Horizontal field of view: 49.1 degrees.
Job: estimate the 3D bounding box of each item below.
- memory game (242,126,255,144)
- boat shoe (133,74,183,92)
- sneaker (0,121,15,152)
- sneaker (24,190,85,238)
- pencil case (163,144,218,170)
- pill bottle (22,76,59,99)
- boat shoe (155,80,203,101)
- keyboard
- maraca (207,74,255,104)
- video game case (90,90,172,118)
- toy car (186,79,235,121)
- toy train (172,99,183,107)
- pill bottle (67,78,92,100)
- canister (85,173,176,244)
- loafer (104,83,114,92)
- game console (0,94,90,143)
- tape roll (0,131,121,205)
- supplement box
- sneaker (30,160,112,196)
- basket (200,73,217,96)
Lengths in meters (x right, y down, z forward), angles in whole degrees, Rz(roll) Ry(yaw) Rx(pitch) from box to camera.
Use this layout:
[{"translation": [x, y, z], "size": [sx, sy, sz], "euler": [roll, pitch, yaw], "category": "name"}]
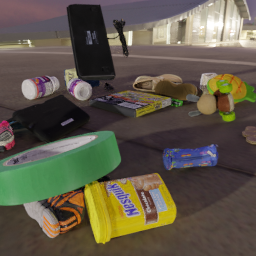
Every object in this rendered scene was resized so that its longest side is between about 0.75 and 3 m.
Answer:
[{"translation": [5.245, 0.357, 9.643], "size": [2.509, 0.160, 2.509], "euler": [0, 22, 0], "category": "memory game"}, {"translation": [1.678, -2.454, 16.030], "size": [2.809, 1.001, 0.906], "euler": [1, 28, 23], "category": "boat shoe"}, {"translation": [-4.881, 0.247, 8.900], "size": [2.395, 0.894, 0.966], "euler": [-4, 21, -10], "category": "sneaker"}, {"translation": [-1.562, 1.554, 5.982], "size": [0.994, 0.689, 1.775], "euler": [-13, 35, -40], "category": "sneaker"}, {"translation": [1.758, 0.810, 7.786], "size": [1.542, 0.602, 0.670], "euler": [-4, -8, -8], "category": "pencil case"}, {"translation": [-4.682, -2.257, 15.235], "size": [1.055, 1.055, 1.893], "euler": [12, 24, 29], "category": "pill bottle"}, {"translation": [2.541, -1.835, 14.390], "size": [0.940, 1.062, 2.900], "euler": [9, 9, -36], "category": "boat shoe"}, {"translation": [-0.713, -2.303, 7.364], "size": [1.579, 0.256, 2.485], "euler": [-5, 66, -16], "category": "keyboard"}, {"translation": [5.152, -1.890, 13.848], "size": [2.598, 1.390, 1.781], "euler": [5, 50, -9], "category": "maraca"}, {"translation": [0.139, -1.251, 13.483], "size": [2.980, 0.380, 2.693], "euler": [17, 27, 40], "category": "video game case"}, {"translation": [3.418, -1.059, 11.783], "size": [1.827, 1.500, 1.441], "euler": [-9, 19, 10], "category": "toy car"}, {"translation": [1.976, -1.375, 13.958], "size": [0.475, 0.351, 1.685], "euler": [-6, 19, -44], "category": "toy train"}, {"translation": [-2.642, -2.102, 14.951], "size": [0.957, 0.957, 1.703], "euler": [-11, 23, -27], "category": "pill bottle"}, {"translation": [0.032, 1.519, 5.597], "size": [1.567, 0.678, 1.164], "euler": [-6, 42, -21], "category": "canister"}, {"translation": [-1.145, -2.420, 16.607], "size": [0.421, 0.369, 1.171], "euler": [-10, 23, -24], "category": "loafer"}, {"translation": [-3.306, -0.163, 10.860], "size": [2.450, 1.621, 2.786], "euler": [37, 30, 8], "category": "game console"}, {"translation": [-1.645, 0.795, 6.444], "size": [2.927, 0.704, 2.927], "euler": [-14, 7, 2], "category": "tape roll"}, {"translation": [-2.885, -3.151, 17.542], "size": [1.575, 1.058, 1.576], "euler": [19, 28, 40], "category": "supplement box"}, {"translation": [-1.290, 1.099, 6.556], "size": [1.859, 0.969, 0.558], "euler": [-6, 22, -13], "category": "sneaker"}, {"translation": [4.408, -2.218, 14.939], "size": [0.849, 1.252, 0.772], "euler": [-8, 29, -20], "category": "basket"}]
